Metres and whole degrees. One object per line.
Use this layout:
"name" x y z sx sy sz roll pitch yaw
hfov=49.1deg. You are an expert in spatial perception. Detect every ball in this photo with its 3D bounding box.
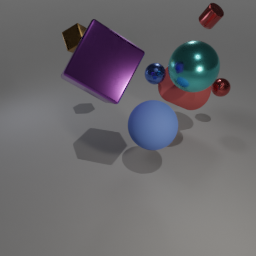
"ball" 0.893 -1.781 9.195 0.700 0.700 0.700 0 31 0
"ball" 0.692 -0.078 7.839 1.400 1.400 1.400 0 31 0
"ball" 3.484 -1.523 10.516 0.700 0.700 0.700 0 31 0
"ball" 1.814 -1.689 7.753 1.400 1.400 1.400 0 31 0

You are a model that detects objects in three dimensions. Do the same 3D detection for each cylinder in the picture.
"cylinder" 3.255 -4.379 10.970 0.700 0.700 0.700 12 60 -22
"cylinder" 2.029 -1.457 10.026 1.400 1.400 1.400 14 14 -47

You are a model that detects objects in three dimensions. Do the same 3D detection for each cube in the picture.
"cube" -1.695 -3.006 9.538 0.700 0.700 0.700 -21 -6 23
"cube" -0.678 -1.536 6.880 1.400 1.400 1.400 28 -1 -17
